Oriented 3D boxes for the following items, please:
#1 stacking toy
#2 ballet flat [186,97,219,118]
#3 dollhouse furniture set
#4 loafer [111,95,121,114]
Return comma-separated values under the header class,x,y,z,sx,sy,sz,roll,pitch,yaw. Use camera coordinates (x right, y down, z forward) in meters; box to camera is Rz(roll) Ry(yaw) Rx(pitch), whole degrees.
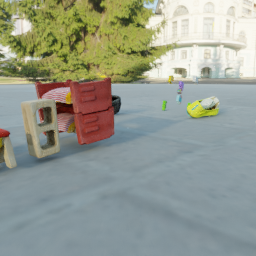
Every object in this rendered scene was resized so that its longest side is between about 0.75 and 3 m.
class,x,y,z,sx,sy,sz,roll,pitch,yaw
stacking toy,1.965,-1.311,10.577,1.115,1.478,0.347,7,-12,32
ballet flat,2.589,-0.718,9.030,1.859,0.623,0.621,-14,61,-45
dollhouse furniture set,-1.634,-0.183,4.665,1.434,1.084,2.665,8,17,44
loafer,-1.223,-0.820,9.090,2.032,0.713,0.690,-2,51,-12
